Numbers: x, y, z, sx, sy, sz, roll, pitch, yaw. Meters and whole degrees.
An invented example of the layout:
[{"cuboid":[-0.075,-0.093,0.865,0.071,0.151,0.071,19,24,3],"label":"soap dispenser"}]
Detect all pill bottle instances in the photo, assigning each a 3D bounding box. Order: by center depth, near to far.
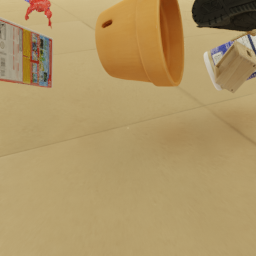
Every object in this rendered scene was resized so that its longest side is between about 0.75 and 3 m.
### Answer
[{"cuboid":[3.172,-1.892,7.536,1.957,1.171,1.171,-20,25,25],"label":"pill bottle"}]

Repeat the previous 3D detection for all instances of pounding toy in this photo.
[{"cuboid":[2.707,-1.713,6.610,0.624,1.365,1.199,28,39,-8],"label":"pounding toy"}]

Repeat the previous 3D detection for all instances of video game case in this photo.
[{"cuboid":[-2.350,-1.642,6.443,0.156,1.280,1.791,3,3,23],"label":"video game case"}]

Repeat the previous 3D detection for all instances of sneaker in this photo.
[{"cuboid":[2.167,-2.102,4.784,2.620,0.787,1.366,8,17,42],"label":"sneaker"}]

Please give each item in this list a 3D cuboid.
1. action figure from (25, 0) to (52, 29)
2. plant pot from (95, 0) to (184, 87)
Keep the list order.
[{"cuboid":[-2.755,-3.448,7.930,0.624,0.946,1.912,-31,63,-36],"label":"action figure"},{"cuboid":[0.278,-1.876,5.988,1.470,2.100,2.100,-2,30,24],"label":"plant pot"}]
